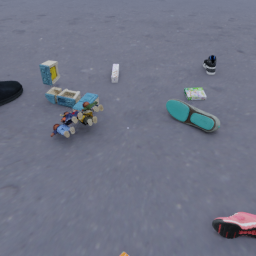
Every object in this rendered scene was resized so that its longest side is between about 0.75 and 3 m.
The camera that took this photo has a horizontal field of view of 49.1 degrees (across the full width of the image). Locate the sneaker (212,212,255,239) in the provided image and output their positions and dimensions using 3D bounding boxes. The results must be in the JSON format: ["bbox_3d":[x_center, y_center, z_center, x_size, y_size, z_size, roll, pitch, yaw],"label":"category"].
[{"bbox_3d":[2.491,2.164,6.355,1.255,0.463,0.545,6,26,-3],"label":"sneaker"}]

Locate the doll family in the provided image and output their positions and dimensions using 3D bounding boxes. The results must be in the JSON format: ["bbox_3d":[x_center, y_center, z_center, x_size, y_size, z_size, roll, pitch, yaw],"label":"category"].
[{"bbox_3d":[-1.701,-0.294,9.114,1.892,0.742,1.093,-24,27,-33],"label":"doll family"}]

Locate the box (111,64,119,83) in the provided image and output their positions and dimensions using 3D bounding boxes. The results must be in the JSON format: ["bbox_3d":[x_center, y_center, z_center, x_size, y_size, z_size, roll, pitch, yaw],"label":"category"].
[{"bbox_3d":[-0.571,-2.482,12.642,0.269,0.288,1.391,1,38,1],"label":"box"}]

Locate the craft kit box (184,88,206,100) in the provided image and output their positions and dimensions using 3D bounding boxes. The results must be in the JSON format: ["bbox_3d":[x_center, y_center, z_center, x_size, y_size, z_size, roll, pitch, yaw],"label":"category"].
[{"bbox_3d":[2.689,-1.376,11.255,0.742,0.182,0.751,0,37,-4],"label":"craft kit box"}]

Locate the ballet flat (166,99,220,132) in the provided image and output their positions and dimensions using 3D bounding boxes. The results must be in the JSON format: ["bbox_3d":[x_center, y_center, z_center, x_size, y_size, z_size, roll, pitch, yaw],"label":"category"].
[{"bbox_3d":[2.233,-0.417,9.704,2.040,0.688,0.650,31,19,34],"label":"ballet flat"}]

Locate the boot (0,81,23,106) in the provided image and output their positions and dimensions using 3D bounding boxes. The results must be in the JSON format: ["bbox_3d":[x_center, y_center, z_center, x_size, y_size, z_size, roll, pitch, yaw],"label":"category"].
[{"bbox_3d":[-5.047,-1.818,10.307,0.910,2.003,2.383,21,41,25],"label":"boot"}]

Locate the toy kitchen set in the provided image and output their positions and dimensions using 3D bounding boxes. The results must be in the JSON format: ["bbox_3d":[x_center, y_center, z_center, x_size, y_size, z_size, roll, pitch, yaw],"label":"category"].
[{"bbox_3d":[-2.219,-1.427,10.126,1.972,1.580,1.162,12,39,15],"label":"toy kitchen set"}]

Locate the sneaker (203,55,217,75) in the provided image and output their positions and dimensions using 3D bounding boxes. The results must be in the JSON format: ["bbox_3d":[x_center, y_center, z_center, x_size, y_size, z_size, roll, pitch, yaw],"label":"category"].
[{"bbox_3d":[3.867,-3.106,13.063,0.503,0.770,1.376,1,37,1],"label":"sneaker"}]

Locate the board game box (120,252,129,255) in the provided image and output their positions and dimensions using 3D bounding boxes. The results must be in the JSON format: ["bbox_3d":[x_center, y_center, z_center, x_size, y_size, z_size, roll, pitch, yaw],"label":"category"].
[{"bbox_3d":[-0.413,3.510,4.591,1.419,0.268,2.756,27,44,30],"label":"board game box"}]
